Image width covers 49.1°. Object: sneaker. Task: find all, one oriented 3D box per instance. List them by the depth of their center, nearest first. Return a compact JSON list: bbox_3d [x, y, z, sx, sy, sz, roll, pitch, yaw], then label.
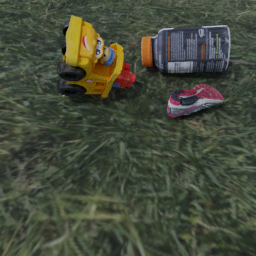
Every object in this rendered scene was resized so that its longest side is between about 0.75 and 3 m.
[{"bbox_3d":[2.099,-0.849,8.816,2.030,0.758,0.818,-9,47,-22],"label":"sneaker"}]

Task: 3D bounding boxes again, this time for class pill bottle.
[{"bbox_3d":[1.979,-2.766,9.988,2.966,1.576,1.576,1,47,9],"label":"pill bottle"}]

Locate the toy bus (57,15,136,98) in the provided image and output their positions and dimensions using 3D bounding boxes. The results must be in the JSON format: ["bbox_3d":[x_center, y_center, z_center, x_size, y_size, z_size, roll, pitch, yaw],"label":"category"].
[{"bbox_3d":[-0.878,-1.908,8.507,2.414,2.515,1.706,8,73,-11],"label":"toy bus"}]
